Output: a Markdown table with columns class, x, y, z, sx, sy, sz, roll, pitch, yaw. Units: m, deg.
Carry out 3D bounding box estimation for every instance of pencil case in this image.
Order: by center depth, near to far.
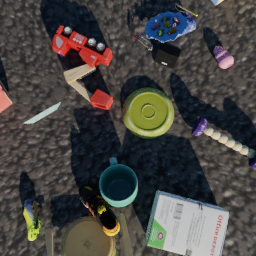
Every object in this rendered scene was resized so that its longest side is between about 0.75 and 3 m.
| class | x | y | z | sx | sy | sz | roll | pitch | yaw |
| --- | --- | --- | --- | --- | --- | --- | --- | --- | --- |
| pencil case | 1.868 | -3.585 | 10.160 | 1.149 | 0.448 | 0.499 | -23 | 43 | -2 |

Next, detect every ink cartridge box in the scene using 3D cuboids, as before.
| class | x | y | z | sx | sy | sz | roll | pitch | yaw |
| --- | --- | --- | --- | --- | --- | --- | --- | --- | --- |
| ink cartridge box | 1.879 | 3.161 | 9.120 | 2.288 | 0.962 | 1.670 | 15 | 84 | 2 |

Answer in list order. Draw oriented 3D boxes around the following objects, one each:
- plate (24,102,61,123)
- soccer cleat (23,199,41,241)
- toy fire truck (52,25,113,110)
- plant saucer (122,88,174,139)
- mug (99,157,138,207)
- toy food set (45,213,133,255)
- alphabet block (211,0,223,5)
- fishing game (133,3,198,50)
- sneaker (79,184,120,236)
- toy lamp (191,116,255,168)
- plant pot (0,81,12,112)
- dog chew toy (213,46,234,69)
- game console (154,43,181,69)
| class | x | y | z | sx | sy | sz | roll | pitch | yaw |
| --- | --- | --- | --- | --- | --- | --- | --- | --- | --- |
| plate | -1.809 | -0.296 | 5.994 | 0.894 | 0.894 | 0.114 | -30 | 101 | -3 |
| soccer cleat | -3.282 | 3.085 | 9.477 | 0.571 | 0.442 | 1.366 | -3 | 87 | 30 |
| toy fire truck | -1.567 | -2.118 | 9.856 | 2.881 | 0.702 | 2.031 | 27 | 84 | 3 |
| plant saucer | 0.725 | -0.559 | 9.894 | 1.851 | 0.288 | 1.851 | 0 | 83 | -1 |
| mug | -0.255 | 1.841 | 9.245 | 1.231 | 0.926 | 1.498 | 16 | 60 | 11 |
| toy food set | -1.294 | 3.908 | 9.215 | 2.776 | 0.557 | 1.916 | -9 | 66 | -4 |
| alphabet block | 3.491 | -5.848 | 9.734 | 1.825 | 1.792 | 1.782 | -36 | 86 | -4 |
| fishing game | 1.331 | -3.641 | 9.899 | 2.214 | 0.344 | 1.585 | -35 | 56 | -6 |
| sneaker | -0.923 | 2.533 | 9.057 | 0.690 | 0.888 | 1.974 | -33 | 70 | -19 |
| toy lamp | 3.631 | 0.570 | 9.492 | 2.925 | 0.851 | 0.851 | 27 | 84 | 2 |
| plant pot | -4.969 | -1.022 | 9.228 | 1.732 | 1.957 | 1.957 | -30 | 84 | -13 |
| dog chew toy | 3.378 | -2.565 | 10.027 | 0.537 | 0.537 | 0.863 | -29 | 77 | -3 |
| game console | 1.452 | -2.633 | 10.233 | 0.801 | 0.466 | 0.705 | 23 | 114 | 3 |
